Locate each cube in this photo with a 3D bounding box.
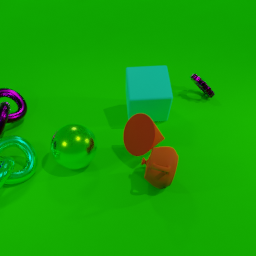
[{"bbox_3d":[0.620,-1.061,8.984,1.298,1.298,1.298,-3,59,-2],"label":"cube"}]

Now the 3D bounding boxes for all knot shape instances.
[{"bbox_3d":[-3.110,0.895,6.860,1.784,0.881,1.906,-25,42,-33],"label":"knot shape"},{"bbox_3d":[-4.033,-0.513,8.723,1.964,0.908,1.838,15,47,31],"label":"knot shape"}]

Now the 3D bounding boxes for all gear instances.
[{"bbox_3d":[2.776,-1.572,10.440,0.202,1.093,1.093,-44,37,10],"label":"gear"}]

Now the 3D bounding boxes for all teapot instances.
[{"bbox_3d":[0.718,0.905,6.733,0.810,1.029,1.655,16,-2,4],"label":"teapot"}]

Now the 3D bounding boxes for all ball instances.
[{"bbox_3d":[-1.387,0.471,7.205,1.195,1.195,1.195,0,34,0],"label":"ball"}]

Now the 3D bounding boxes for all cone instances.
[{"bbox_3d":[0.650,0.235,7.584,1.117,1.113,1.113,10,20,-45],"label":"cone"}]
